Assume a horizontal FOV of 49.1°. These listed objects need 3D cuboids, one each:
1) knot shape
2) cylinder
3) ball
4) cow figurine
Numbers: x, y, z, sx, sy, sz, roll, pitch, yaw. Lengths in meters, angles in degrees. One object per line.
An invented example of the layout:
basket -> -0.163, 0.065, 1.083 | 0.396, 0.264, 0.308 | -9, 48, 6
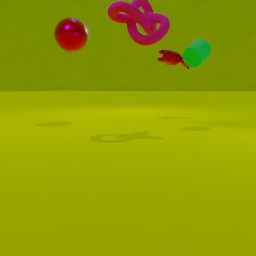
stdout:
knot shape -> 0.244, -3.244, 8.270 | 1.750, 0.864, 1.870 | 13, 41, -19
cylinder -> 2.315, -2.508, 9.399 | 0.719, 0.719, 0.719 | 8, 42, 44
ball -> -2.189, -3.573, 10.787 | 1.265, 1.265, 1.265 | 0, 8, 0
cow figurine -> 2.148, -3.050, 12.292 | 1.364, 0.749, 1.342 | 5, 9, -44
